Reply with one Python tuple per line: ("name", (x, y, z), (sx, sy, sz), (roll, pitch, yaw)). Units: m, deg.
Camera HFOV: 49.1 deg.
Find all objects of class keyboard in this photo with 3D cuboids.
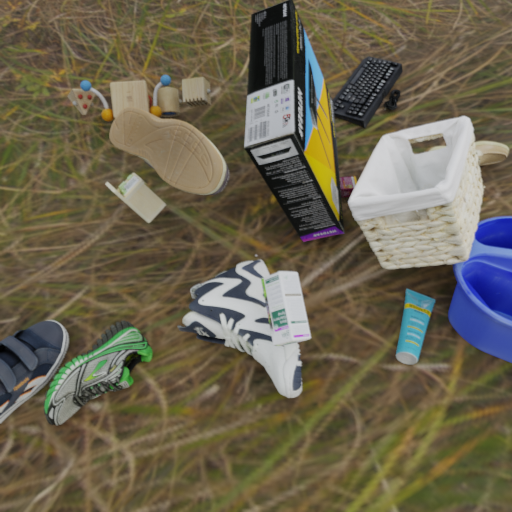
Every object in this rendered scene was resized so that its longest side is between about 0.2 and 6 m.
("keyboard", (2.901, -4.110, 13.917), (1.497, 0.320, 2.493), (25, 59, 17))

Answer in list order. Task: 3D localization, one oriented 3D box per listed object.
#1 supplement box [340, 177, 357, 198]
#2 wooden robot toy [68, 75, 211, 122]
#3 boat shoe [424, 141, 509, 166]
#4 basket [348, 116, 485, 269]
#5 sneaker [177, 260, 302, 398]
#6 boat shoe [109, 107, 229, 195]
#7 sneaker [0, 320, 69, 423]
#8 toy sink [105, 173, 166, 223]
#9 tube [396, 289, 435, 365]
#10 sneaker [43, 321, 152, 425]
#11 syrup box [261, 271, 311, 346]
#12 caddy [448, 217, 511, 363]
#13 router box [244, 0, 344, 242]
("supplement box", (1.877, -1.473, 12.045), (0.561, 0.290, 0.367), (-3, 55, -2))
("wooden robot toy", (-2.674, -3.208, 12.998), (3.310, 1.458, 1.502), (-5, 90, -4))
("boat shoe", (4.627, -2.087, 12.301), (1.803, 0.651, 0.586), (-2, 61, 4))
("basket", (2.972, -1.096, 10.013), (1.743, 1.586, 2.572), (-7, 33, 34))
("sneaker", (-0.369, 1.346, 9.556), (1.794, 1.100, 2.757), (-15, 56, -9))
("boat shoe", (-1.434, -1.840, 9.963), (2.942, 0.953, 1.058), (29, 98, 35))
("sneaker", (-4.144, 1.947, 9.202), (0.995, 1.007, 2.536), (24, 57, 18))
("toy sink", (-2.383, -1.240, 11.123), (0.565, 1.008, 0.657), (-48, 34, -4))
("tube", (2.850, 1.258, 10.110), (0.567, 0.369, 1.463), (24, 53, 1))
("sneaker", (-2.602, 1.993, 9.272), (0.879, 0.806, 2.065), (34, 61, 21))
("syrup box", (0.452, 0.809, 8.582), (0.437, 0.422, 1.072), (4, 70, -43))
("caddy", (4.991, 0.634, 9.659), (3.339, 1.753, 2.361), (21, 56, 15))
("router box", (0.808, -2.663, 11.096), (0.987, 2.883, 3.865), (-13, 53, 20))
